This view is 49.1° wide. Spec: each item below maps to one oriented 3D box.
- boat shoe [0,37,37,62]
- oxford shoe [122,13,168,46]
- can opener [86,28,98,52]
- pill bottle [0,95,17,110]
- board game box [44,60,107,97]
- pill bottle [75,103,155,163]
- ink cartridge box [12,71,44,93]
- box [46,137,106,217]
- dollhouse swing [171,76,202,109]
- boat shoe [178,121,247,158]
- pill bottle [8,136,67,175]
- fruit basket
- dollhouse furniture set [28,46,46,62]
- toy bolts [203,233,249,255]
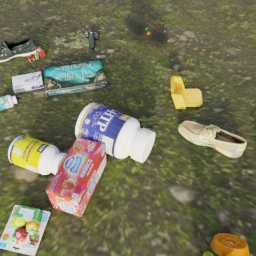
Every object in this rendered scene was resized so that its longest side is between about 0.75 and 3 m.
[{"bbox_3d":[-5.864,-3.950,13.905,2.579,0.855,0.964,-14,49,-12],"label":"boat shoe"},{"bbox_3d":[0.882,-5.223,14.777,2.603,0.946,1.099,28,31,-13],"label":"oxford shoe"},{"bbox_3d":[-1.910,-4.699,14.800,0.681,0.549,1.733,-3,47,-4],"label":"can opener"},{"bbox_3d":[-5.062,-1.043,11.496,0.935,0.518,0.518,-19,51,-17],"label":"pill bottle"},{"bbox_3d":[-2.407,-2.306,12.737,2.690,0.379,1.820,-11,48,-9],"label":"board game box"},{"bbox_3d":[-0.410,0.204,9.715,2.496,1.494,1.494,22,51,18],"label":"pill bottle"},{"bbox_3d":[-4.555,-2.190,12.707,1.305,0.266,1.308,-14,49,-13],"label":"ink cartridge box"},{"bbox_3d":[-1.526,1.488,8.813,1.028,1.073,2.153,14,49,12],"label":"box"},{"bbox_3d":[2.441,-1.537,11.650,1.087,1.123,1.236,-10,44,20],"label":"dollhouse swing"},{"bbox_3d":[3.021,0.236,10.138,2.447,0.795,0.883,26,53,22],"label":"boat shoe"},{"bbox_3d":[-2.942,0.959,9.329,1.817,1.018,1.018,16,50,15],"label":"pill bottle"},{"bbox_3d":[-2.946,2.852,7.928,1.134,0.574,1.224,9,51,8],"label":"fruit basket"},{"bbox_3d":[-4.643,-3.706,14.022,0.883,0.359,0.475,-34,56,-27],"label":"dollhouse furniture set"},{"bbox_3d":[2.923,3.844,6.868,2.196,1.523,2.098,7,7,19],"label":"toy bolts"}]
